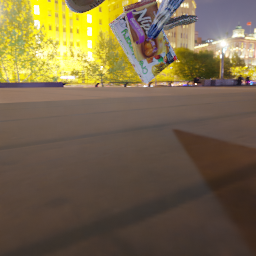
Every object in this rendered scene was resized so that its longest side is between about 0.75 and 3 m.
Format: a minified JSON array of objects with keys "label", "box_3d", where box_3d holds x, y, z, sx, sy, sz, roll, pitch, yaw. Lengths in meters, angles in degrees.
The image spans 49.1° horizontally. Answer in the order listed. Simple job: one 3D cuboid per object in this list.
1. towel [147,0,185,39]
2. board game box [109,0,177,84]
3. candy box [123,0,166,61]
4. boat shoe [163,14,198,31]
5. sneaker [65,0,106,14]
[{"label":"towel","box_3d":[1.050,-2.923,5.380,0.282,1.737,2.366,24,-13,-9]},{"label":"board game box","box_3d":[0.610,-3.066,10.063,1.580,2.502,0.433,-40,31,-8]},{"label":"candy box","box_3d":[0.490,-2.779,7.969,0.903,1.548,0.437,-18,44,0]},{"label":"boat shoe","box_3d":[1.802,-3.856,9.972,1.390,0.396,0.465,-3,-5,37]},{"label":"sneaker","box_3d":[-0.914,-3.605,6.874,0.878,2.463,1.385,41,-21,-29]}]
